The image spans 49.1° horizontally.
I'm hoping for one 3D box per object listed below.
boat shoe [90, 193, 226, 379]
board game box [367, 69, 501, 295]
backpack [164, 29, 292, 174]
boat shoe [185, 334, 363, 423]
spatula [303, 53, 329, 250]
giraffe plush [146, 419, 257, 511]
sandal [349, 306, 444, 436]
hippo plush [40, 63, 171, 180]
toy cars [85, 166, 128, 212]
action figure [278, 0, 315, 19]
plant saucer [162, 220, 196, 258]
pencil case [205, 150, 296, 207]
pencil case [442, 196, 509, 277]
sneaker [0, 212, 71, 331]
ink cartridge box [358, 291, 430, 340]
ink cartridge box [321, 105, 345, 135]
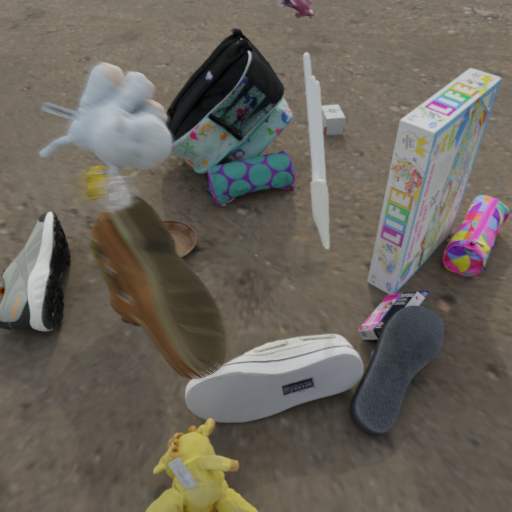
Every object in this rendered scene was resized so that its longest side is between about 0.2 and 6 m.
[{"bbox_3d":[-1.363,0.507,7.474,1.024,0.968,2.846,15,39,-53],"label":"boat shoe"},{"bbox_3d":[3.250,-1.293,10.489,0.628,3.669,2.467,31,51,28],"label":"board game box"},{"bbox_3d":[-0.790,-3.474,13.532,3.081,2.319,2.735,-39,34,15],"label":"backpack"},{"bbox_3d":[0.252,1.866,9.135,2.876,1.035,0.945,-15,26,-5],"label":"boat shoe"},{"bbox_3d":[1.080,-1.641,9.361,0.248,3.085,2.145,-3,-1,13],"label":"spatula"},{"bbox_3d":[-0.867,3.090,7.685,1.516,1.757,1.425,-13,16,-9],"label":"giraffe plush"},{"bbox_3d":[2.283,1.814,9.397,0.976,0.550,2.568,40,61,5],"label":"sandal"},{"bbox_3d":[-2.495,-2.430,10.070,2.323,1.850,1.867,-2,22,-30],"label":"hippo plush"},{"bbox_3d":[-1.862,-0.826,7.091,0.969,0.215,0.434,26,87,39],"label":"toy cars"},{"bbox_3d":[0.995,-5.715,12.749,0.839,0.562,0.625,38,32,-4],"label":"action figure"},{"bbox_3d":[-1.917,-0.262,11.903,1.308,0.239,1.308,0,44,0],"label":"plant saucer"},{"bbox_3d":[-0.124,-1.809,13.065,2.058,0.951,0.876,-16,14,-12],"label":"pencil case"},{"bbox_3d":[4.588,-0.439,11.631,0.916,0.916,2.073,22,47,22],"label":"pencil case"},{"bbox_3d":[-4.315,0.201,10.832,1.173,1.094,2.959,-7,44,-1],"label":"sneaker"},{"bbox_3d":[2.546,1.009,10.285,1.479,0.274,0.700,-38,15,-35],"label":"ink cartridge box"},{"bbox_3d":[2.075,-3.730,15.356,0.525,0.528,0.726,-5,44,-6],"label":"ink cartridge box"}]
